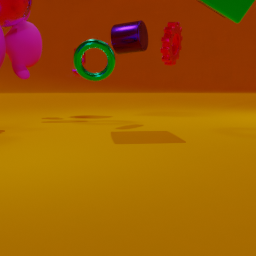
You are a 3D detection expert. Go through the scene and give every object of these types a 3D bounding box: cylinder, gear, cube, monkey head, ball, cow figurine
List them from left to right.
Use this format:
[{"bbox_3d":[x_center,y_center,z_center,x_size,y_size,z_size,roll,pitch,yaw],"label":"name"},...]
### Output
[{"bbox_3d":[-2.781,-2.900,6.014,1.386,1.386,1.386,0,8,0],"label":"ball"},{"bbox_3d":[-2.840,-2.086,6.970,1.303,1.811,1.091,0,1,-30],"label":"monkey head"},{"bbox_3d":[-1.779,-2.410,10.285,0.571,1.041,1.024,1,24,-14],"label":"cow figurine"},{"bbox_3d":[0.074,-3.512,10.919,1.149,1.149,1.149,0,7,23],"label":"cylinder"},{"bbox_3d":[1.252,-2.389,7.968,0.219,1.185,1.185,13,13,25],"label":"gear"},{"bbox_3d":[2.153,-3.322,6.177,1.337,1.337,1.337,27,26,-9],"label":"cube"}]

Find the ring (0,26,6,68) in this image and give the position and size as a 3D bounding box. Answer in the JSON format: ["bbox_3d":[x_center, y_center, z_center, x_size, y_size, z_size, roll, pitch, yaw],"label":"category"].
[{"bbox_3d":[-3.134,-1.678,5.362,1.610,1.610,0.322,1,24,7],"label":"ring"}]

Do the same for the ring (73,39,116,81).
[{"bbox_3d":[-1.114,-2.243,9.343,1.408,1.408,0.282,-1,30,-7],"label":"ring"}]
